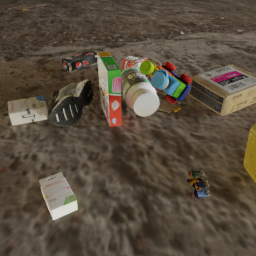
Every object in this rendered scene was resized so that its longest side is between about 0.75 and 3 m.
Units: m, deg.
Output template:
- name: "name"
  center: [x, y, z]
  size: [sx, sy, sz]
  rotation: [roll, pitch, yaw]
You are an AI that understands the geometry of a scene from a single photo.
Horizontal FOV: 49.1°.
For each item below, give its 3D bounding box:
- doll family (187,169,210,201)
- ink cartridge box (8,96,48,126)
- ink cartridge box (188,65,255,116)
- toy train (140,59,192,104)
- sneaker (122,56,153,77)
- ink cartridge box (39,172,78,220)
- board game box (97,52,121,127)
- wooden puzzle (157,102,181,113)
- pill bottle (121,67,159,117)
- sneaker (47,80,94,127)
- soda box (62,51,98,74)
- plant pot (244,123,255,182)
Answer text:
- name: "doll family"
  center: [1.855, 1.521, 7.556]
  size: [0.524, 0.356, 0.907]
  rotation: [-1, 39, -10]
- name: "ink cartridge box"
  center: [-3.681, -0.660, 10.360]
  size: [1.309, 0.552, 0.956]
  rotation: [-12, 38, -16]
- name: "ink cartridge box"
  center: [4.041, -1.617, 11.380]
  size: [2.423, 0.910, 1.996]
  rotation: [-21, 42, -24]
- name: "toy train"
  center: [0.847, -1.814, 8.997]
  size: [1.330, 0.973, 2.298]
  rotation: [12, 29, -48]
- name: "sneaker"
  center: [0.203, -2.671, 12.940]
  size: [1.299, 0.809, 2.423]
  rotation: [13, 34, 19]
- name: "ink cartridge box"
  center: [-1.817, 1.720, 7.231]
  size: [0.671, 0.385, 1.145]
  rotation: [-18, 40, -23]
- name: "board game box"
  center: [-0.667, -1.396, 10.012]
  size: [0.436, 2.161, 1.653]
  rotation: [-10, 38, -13]
- name: "wooden puzzle"
  center: [1.449, -0.786, 10.925]
  size: [1.062, 0.124, 0.717]
  rotation: [22, 37, 26]
- name: "pill bottle"
  center: [0.384, -1.405, 10.843]
  size: [1.193, 1.193, 2.109]
  rotation: [-10, 37, -13]
- name: "sneaker"
  center: [-2.250, -0.905, 10.432]
  size: [1.156, 1.078, 2.916]
  rotation: [0, 29, 16]
- name: "soda box"
  center: [-2.349, -3.319, 14.002]
  size: [1.820, 0.576, 0.644]
  rotation: [-26, 43, -32]
- name: "plant pot"
  center: [4.451, 0.695, 7.109]
  size: [2.426, 2.372, 2.356]
  rotation: [-11, 37, -5]
